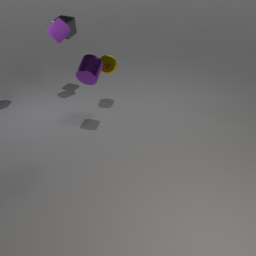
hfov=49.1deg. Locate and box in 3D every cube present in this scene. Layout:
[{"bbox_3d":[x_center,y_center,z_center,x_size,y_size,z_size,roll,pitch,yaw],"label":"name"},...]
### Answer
[{"bbox_3d":[-2.660,-4.239,11.775,0.700,0.700,0.700,15,44,17],"label":"cube"}]

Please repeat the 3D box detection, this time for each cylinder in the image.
[{"bbox_3d":[-2.715,-3.803,10.966,0.700,0.700,0.700,-49,44,-3],"label":"cylinder"},{"bbox_3d":[-0.776,-2.527,11.158,0.700,0.700,0.700,2,10,4],"label":"cylinder"},{"bbox_3d":[-1.219,-1.843,8.889,0.700,0.700,0.700,8,62,14],"label":"cylinder"}]
